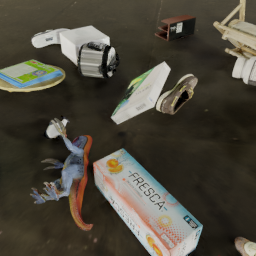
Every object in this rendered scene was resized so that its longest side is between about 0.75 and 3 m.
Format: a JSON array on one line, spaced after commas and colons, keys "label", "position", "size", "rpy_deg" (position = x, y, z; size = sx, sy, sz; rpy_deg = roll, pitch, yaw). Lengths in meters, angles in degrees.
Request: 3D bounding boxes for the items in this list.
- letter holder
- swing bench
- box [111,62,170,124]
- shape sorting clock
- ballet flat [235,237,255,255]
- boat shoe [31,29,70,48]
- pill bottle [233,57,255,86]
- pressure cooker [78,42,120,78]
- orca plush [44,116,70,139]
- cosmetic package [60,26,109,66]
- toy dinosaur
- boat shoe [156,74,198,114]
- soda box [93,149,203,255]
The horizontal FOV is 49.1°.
[{"label": "letter holder", "position": [2.326, -5.114, 14.063], "size": [1.718, 0.864, 1.221], "rpy_deg": [-23, 42, -25]}, {"label": "swing bench", "position": [5.142, -3.419, 11.026], "size": [1.662, 2.562, 2.548], "rpy_deg": [-45, 47, 2]}, {"label": "box", "position": [0.420, -1.109, 8.689], "size": [1.492, 0.376, 2.067], "rpy_deg": [-25, 26, 39]}, {"label": "shape sorting clock", "position": [-3.628, -1.883, 10.318], "size": [2.583, 0.507, 2.583], "rpy_deg": [-1, 34, 1]}, {"label": "ballet flat", "position": [2.425, 2.402, 5.132], "size": [0.379, 0.374, 1.112], "rpy_deg": [-18, 42, -20]}, {"label": "boat shoe", "position": [-3.574, -4.321, 13.261], "size": [1.976, 0.709, 0.670], "rpy_deg": [-20, 44, -13]}, {"label": "pill bottle", "position": [4.790, -1.985, 10.059], "size": [1.818, 1.006, 1.006], "rpy_deg": [22, 44, 25]}, {"label": "pressure cooker", "position": [-1.024, -2.523, 10.546], "size": [1.437, 1.284, 1.264], "rpy_deg": [10, 83, 11]}, {"label": "orca plush", "position": [-2.149, 0.003, 8.114], "size": [0.382, 0.566, 1.075], "rpy_deg": [-18, 33, 28]}, {"label": "cosmetic package", "position": [-1.844, -3.546, 12.012], "size": [1.572, 0.969, 1.577], "rpy_deg": [-22, 44, -25]}, {"label": "toy dinosaur", "position": [-1.327, 1.013, 6.801], "size": [2.384, 1.252, 2.163], "rpy_deg": [48, 40, 2]}, {"label": "boat shoe", "position": [1.762, -1.105, 9.214], "size": [0.603, 0.728, 2.026], "rpy_deg": [29, 51, 31]}, {"label": "soda box", "position": [0.279, 1.553, 5.833], "size": [0.871, 0.810, 2.548], "rpy_deg": [-24, 45, -27]}]
